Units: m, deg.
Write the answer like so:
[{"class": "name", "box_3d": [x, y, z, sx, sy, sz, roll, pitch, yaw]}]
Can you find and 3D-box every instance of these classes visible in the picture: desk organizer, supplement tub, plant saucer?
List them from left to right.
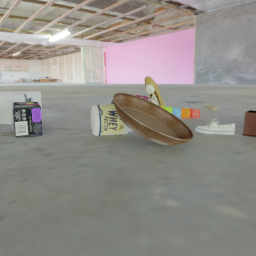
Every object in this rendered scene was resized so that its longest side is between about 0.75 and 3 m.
[{"class": "supplement tub", "box_3d": [-0.385, -0.229, 7.491, 1.134, 0.822, 0.822, -3, 11, -14]}, {"class": "plant saucer", "box_3d": [0.540, -0.166, 6.635, 2.117, 0.387, 2.117, 23, 19, -9]}, {"class": "desk organizer", "box_3d": [3.839, -0.060, 7.114, 1.633, 0.629, 0.585, 8, 13, 36]}]

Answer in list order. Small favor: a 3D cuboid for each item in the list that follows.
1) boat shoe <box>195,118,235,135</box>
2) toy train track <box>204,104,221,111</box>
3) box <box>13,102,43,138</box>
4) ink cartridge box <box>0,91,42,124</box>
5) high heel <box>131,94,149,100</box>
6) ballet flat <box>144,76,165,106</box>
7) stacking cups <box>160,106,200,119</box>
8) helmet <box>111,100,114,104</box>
[{"class": "boat shoe", "box_3d": [2.381, -0.074, 7.664, 1.054, 0.449, 0.389, 4, 12, 20]}, {"class": "toy train track", "box_3d": [3.884, -1.011, 13.131, 0.788, 0.223, 1.374, 1, 10, 3]}, {"class": "box", "box_3d": [-2.779, -0.269, 7.719, 0.701, 0.808, 1.321, -4, 12, -21]}, {"class": "ink cartridge box", "box_3d": [-4.310, -0.768, 9.920, 1.658, 0.972, 2.264, 1, 12, 8]}, {"class": "high heel", "box_3d": [0.677, -1.866, 16.967, 1.140, 0.384, 0.547, 11, 25, 26]}, {"class": "ballet flat", "box_3d": [1.115, -1.453, 12.071, 0.556, 1.620, 0.510, -17, 20, 41]}, {"class": "stacking cups", "box_3d": [1.794, -0.568, 10.226, 1.615, 0.489, 0.489, 3, 11, 6]}, {"class": "helmet", "box_3d": [-0.195, -0.733, 10.016, 0.814, 0.854, 0.854, -16, 5, 19]}]
